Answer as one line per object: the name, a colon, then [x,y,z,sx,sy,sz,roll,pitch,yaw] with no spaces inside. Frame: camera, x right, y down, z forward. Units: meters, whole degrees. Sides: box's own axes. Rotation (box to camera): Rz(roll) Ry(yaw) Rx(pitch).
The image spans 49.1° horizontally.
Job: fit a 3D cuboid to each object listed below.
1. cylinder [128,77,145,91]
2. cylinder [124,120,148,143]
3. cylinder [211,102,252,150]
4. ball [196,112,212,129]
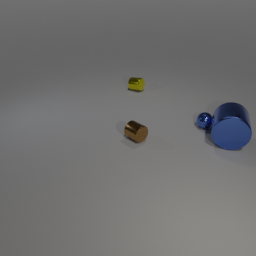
cylinder: [0.479,-2.463,15.636,0.700,0.700,0.700,12,31,34]
cylinder: [0.321,0.135,11.110,0.700,0.700,0.700,-24,38,-36]
cylinder: [3.961,-0.092,10.788,1.400,1.400,1.400,8,30,14]
ball: [3.269,-0.323,11.913,0.700,0.700,0.700,0,29,0]
